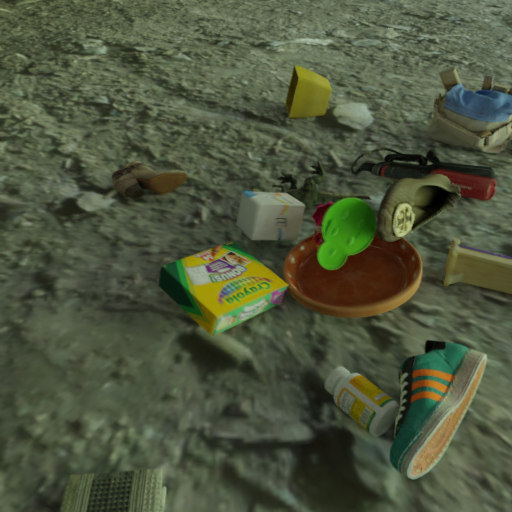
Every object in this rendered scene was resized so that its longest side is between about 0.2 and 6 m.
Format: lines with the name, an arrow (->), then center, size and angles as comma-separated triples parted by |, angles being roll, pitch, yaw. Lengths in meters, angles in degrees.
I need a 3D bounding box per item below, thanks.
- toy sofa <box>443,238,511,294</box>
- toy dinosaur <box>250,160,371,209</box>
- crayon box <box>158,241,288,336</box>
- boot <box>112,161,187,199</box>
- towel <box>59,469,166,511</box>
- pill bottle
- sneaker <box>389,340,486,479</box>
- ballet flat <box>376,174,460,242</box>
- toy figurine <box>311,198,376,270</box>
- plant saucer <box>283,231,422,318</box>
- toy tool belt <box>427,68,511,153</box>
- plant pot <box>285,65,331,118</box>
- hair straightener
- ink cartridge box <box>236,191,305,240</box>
toy sofa -> 4.139, 0.219, 9.575 | 1.691, 0.700, 0.825 | 15, 40, 19
toy dinosaur -> 1.049, -1.421, 11.911 | 2.552, 0.606, 1.125 | -5, 51, -7
crayon box -> -0.523, 0.471, 9.086 | 1.593, 0.464, 1.374 | -21, 47, -41
boot -> -2.426, -1.777, 12.386 | 1.510, 0.530, 1.104 | -21, 44, -21
towel -> -1.641, 2.997, 6.301 | 1.180, 0.212, 1.226 | -4, 39, 0
pill bottle -> 1.378, 1.902, 7.451 | 0.530, 0.530, 0.939 | -27, 44, -31
sneaker -> 2.171, 1.903, 7.302 | 0.923, 0.825, 2.311 | 19, 36, 33
ballet flat -> 2.999, -0.921, 10.125 | 0.698, 1.015, 3.013 | 19, 25, 32
toy figurine -> 1.340, -0.460, 9.882 | 0.972, 1.295, 1.192 | 28, 4, -17
plant saucer -> 1.633, 0.269, 9.596 | 2.325, 0.375, 2.325 | -7, 35, 5
toy tool belt -> 5.776, -3.522, 13.722 | 2.869, 1.763, 1.791 | 19, 41, 24
plant pot -> 1.486, -4.541, 15.743 | 1.022, 1.158, 1.158 | 7, 36, -9
hair straightener -> 3.747, -1.920, 12.685 | 3.147, 0.644, 1.211 | 8, 36, 18
ink cartridge box -> 0.266, -0.751, 10.478 | 0.995, 0.719, 0.732 | -1, 25, -28
